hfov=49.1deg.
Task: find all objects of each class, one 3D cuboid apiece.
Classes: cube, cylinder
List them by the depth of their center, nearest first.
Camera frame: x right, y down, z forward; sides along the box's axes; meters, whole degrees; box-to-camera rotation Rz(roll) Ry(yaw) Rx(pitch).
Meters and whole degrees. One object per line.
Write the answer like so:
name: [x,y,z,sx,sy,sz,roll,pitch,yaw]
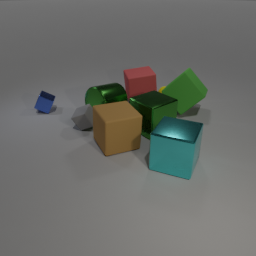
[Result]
cube: [1.595,0.607,9.264,1.400,1.400,1.400,12,31,21]
cube: [-0.423,-0.025,10.351,1.400,1.400,1.400,-11,32,-22]
cube: [1.014,-0.560,11.416,1.400,1.400,1.400,-21,34,-33]
cube: [-1.775,-0.446,11.528,0.700,0.700,0.700,-16,36,27]
cylinder: [-0.972,-1.252,12.564,1.400,1.400,1.400,24,30,37]
cube: [2.612,-1.699,12.798,1.400,1.400,1.400,50,28,-3]
cube: [-3.893,-1.218,13.149,0.700,0.700,0.700,23,24,-17]
cube: [0.623,-2.213,14.342,1.400,1.400,1.400,-10,30,-6]

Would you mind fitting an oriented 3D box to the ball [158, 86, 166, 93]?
ball: [1.905,-1.806,14.492,0.700,0.700,0.700,0,28,0]
